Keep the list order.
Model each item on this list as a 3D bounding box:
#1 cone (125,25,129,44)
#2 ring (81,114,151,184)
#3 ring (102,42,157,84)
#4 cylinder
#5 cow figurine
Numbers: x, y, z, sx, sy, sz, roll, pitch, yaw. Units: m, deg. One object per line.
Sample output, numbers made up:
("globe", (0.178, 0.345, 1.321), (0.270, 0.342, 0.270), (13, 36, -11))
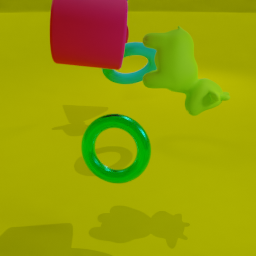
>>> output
("cone", (-1.133, -3.508, 10.192), (1.663, 1.663, 1.669), (-21, 49, -38))
("ring", (-0.193, 0.328, 4.318), (1.111, 1.111, 0.222), (5, 13, 11))
("ring", (0.072, -1.581, 7.017), (1.472, 1.472, 0.294), (-6, 65, -12))
("cylinder", (-0.596, -1.507, 4.404), (1.070, 1.070, 1.070), (4, 25, -6))
("cow figurine", (1.030, -0.993, 4.923), (1.502, 1.526, 0.838), (4, 17, 16))
